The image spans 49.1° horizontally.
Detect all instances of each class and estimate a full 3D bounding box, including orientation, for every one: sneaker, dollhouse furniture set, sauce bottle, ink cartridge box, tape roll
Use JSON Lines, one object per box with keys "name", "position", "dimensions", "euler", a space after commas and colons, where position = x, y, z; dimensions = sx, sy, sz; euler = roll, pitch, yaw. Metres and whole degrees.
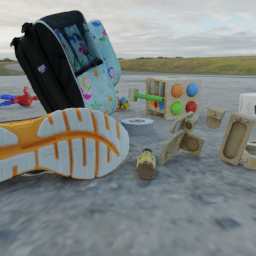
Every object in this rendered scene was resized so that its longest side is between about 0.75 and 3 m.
{"name": "sneaker", "position": [-1.404, 0.274, 4.711], "dimensions": [2.953, 1.156, 1.140], "euler": [-1, -1, -22]}
{"name": "dollhouse furniture set", "position": [1.413, 0.253, 5.058], "dimensions": [1.217, 1.157, 0.991], "euler": [24, 28, 27]}
{"name": "sauce bottle", "position": [0.321, 0.590, 4.965], "dimensions": [0.326, 0.326, 0.989], "euler": [1, 13, 3]}
{"name": "ink cartridge box", "position": [4.975, -0.691, 9.373], "dimensions": [1.415, 0.815, 1.939], "euler": [-7, 15, -27]}
{"name": "tape roll", "position": [0.256, -0.056, 7.791], "dimensions": [0.903, 0.298, 0.903], "euler": [1, 13, 0]}

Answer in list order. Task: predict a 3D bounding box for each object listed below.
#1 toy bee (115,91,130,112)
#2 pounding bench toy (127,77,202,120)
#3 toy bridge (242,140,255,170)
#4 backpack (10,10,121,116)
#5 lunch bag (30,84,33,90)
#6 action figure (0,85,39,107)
{"name": "toy bee", "position": [-0.432, -0.947, 11.178], "dimensions": [1.310, 0.712, 0.857], "euler": [21, -13, -42]}
{"name": "pounding bench toy", "position": [1.249, -1.059, 9.807], "dimensions": [2.172, 1.349, 1.694], "euler": [-6, 15, -23]}
{"name": "toy bridge", "position": [2.637, 0.454, 5.683], "dimensions": [0.619, 0.251, 1.842], "euler": [9, 16, 35]}
{"name": "backpack", "position": [-1.385, -1.275, 7.002], "dimensions": [1.990, 2.643, 2.346], "euler": [-28, 12, -36]}
{"name": "lunch bag", "position": [-2.146, -2.036, 9.465], "dimensions": [2.131, 2.599, 1.528], "euler": [-31, -32, 25]}
{"name": "action figure", "position": [-5.073, -1.321, 12.165], "dimensions": [2.296, 0.749, 1.136], "euler": [-5, 26, -20]}
